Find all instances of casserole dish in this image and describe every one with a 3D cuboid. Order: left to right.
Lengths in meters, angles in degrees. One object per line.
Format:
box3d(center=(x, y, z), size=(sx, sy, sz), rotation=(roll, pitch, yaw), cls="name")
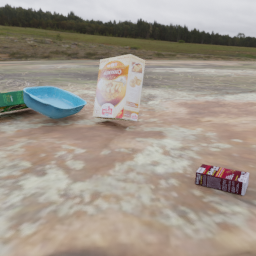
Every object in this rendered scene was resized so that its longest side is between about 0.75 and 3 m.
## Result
box3d(center=(-2.163, -0.766, 8.371), size=(1.414, 0.453, 2.334), rotation=(26, 16, 7), cls="casserole dish")

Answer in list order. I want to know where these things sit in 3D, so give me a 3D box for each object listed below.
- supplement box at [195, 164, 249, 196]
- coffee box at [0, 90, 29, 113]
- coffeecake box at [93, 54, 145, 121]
box3d(center=(1.518, 0.817, 4.529), size=(0.761, 0.232, 0.414), rotation=(8, 18, 28), cls="supplement box")
box3d(center=(-3.777, -0.829, 8.935), size=(2.112, 0.464, 1.299), rotation=(-16, 2, -44), cls="coffee box")
box3d(center=(-0.278, -1.091, 7.957), size=(0.628, 1.719, 1.319), rotation=(9, -3, -44), cls="coffeecake box")
